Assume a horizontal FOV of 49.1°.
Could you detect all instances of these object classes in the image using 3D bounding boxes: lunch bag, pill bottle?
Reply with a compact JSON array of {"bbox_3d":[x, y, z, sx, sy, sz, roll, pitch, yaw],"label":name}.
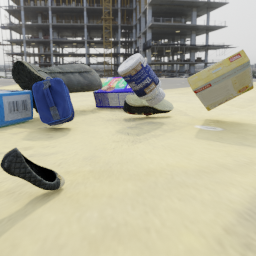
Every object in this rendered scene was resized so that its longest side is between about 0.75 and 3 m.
[{"bbox_3d":[-1.859,-0.687,7.028,0.823,1.211,0.801,-17,-3,-7],"label":"lunch bag"},{"bbox_3d":[0.443,-1.340,8.099,0.808,1.457,0.808,-33,26,18],"label":"pill bottle"}]

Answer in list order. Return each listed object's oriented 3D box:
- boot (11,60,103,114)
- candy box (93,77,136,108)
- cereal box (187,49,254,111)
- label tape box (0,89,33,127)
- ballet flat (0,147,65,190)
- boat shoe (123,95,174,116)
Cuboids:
[{"bbox_3d":[-1.969,-1.335,9.416,2.724,1.087,2.996,51,26,21],"label":"boot"},{"bbox_3d":[-0.171,-1.460,11.169,1.921,0.740,1.624,2,31,21],"label":"candy box"},{"bbox_3d":[2.598,-1.201,7.661,1.499,0.412,2.084,-27,-23,18],"label":"cereal box"},{"bbox_3d":[-4.477,-0.605,7.855,2.885,0.954,2.067,8,14,25],"label":"label tape box"},{"bbox_3d":[-1.042,0.511,3.274,0.314,0.268,0.945,51,6,38],"label":"ballet flat"},{"bbox_3d":[0.649,-0.682,8.929,1.669,0.523,0.611,3,46,-21],"label":"boat shoe"}]
